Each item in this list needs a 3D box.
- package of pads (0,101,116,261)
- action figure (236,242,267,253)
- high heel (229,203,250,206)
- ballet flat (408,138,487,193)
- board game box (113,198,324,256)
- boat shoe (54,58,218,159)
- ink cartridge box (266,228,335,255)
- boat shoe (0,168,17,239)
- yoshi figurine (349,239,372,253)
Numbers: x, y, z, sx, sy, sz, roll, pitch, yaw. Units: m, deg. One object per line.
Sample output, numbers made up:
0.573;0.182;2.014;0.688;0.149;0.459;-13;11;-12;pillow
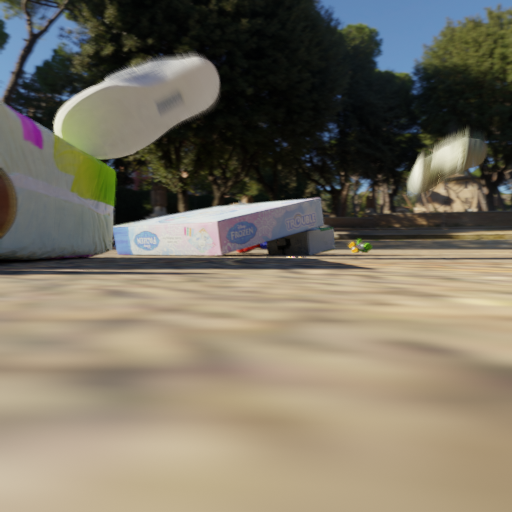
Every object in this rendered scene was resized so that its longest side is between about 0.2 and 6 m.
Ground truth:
-3.649;-0.666;6.158;3.313;1.462;4.288;1;0;-1;package of pads
0.347;-0.351;15.299;2.569;0.664;0.841;-2;5;12;action figure
-0.461;-0.832;13.277;1.891;0.675;1.348;-14;-1;7;high heel
3.307;-1.677;10.240;0.591;0.625;1.856;7;-18;-29;ballet flat
-0.682;-0.548;10.480;2.804;0.611;2.818;-1;11;42;board game box
-1.890;-2.372;8.547;1.009;1.061;2.946;18;47;38;boat shoe
0.867;-0.291;11.130;0.829;0.470;1.131;-11;9;-43;ink cartridge box
-2.339;-0.194;3.260;1.840;0.662;0.621;-6;5;8;boat shoe
2.945;-0.243;15.569;0.718;0.404;0.402;3;15;-43;yoshi figurine
